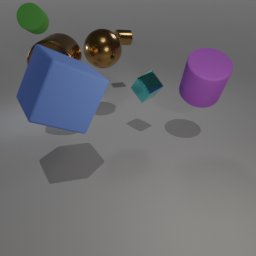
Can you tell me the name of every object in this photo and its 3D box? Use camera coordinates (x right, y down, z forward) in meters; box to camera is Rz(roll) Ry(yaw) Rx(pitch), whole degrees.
[{"bbox_3d":[2.477,-1.609,9.088,1.400,1.400,1.400,1,57,-2],"label":"cylinder"},{"bbox_3d":[-2.293,-2.195,8.923,1.400,1.400,1.400,1,27,1],"label":"cylinder"},{"bbox_3d":[-1.553,-0.890,6.490,1.400,1.400,1.400,15,19,-38],"label":"cube"},{"bbox_3d":[0.658,-1.437,9.787,0.700,0.700,0.700,-33,83,-29],"label":"cube"},{"bbox_3d":[-0.923,-2.900,10.271,1.400,1.400,1.400,0,28,0],"label":"ball"},{"bbox_3d":[-0.228,-4.292,13.294,0.700,0.700,0.700,-5,28,-21],"label":"cylinder"},{"bbox_3d":[-2.584,-2.975,7.664,0.700,0.700,0.700,-2,10,-3],"label":"cylinder"}]
